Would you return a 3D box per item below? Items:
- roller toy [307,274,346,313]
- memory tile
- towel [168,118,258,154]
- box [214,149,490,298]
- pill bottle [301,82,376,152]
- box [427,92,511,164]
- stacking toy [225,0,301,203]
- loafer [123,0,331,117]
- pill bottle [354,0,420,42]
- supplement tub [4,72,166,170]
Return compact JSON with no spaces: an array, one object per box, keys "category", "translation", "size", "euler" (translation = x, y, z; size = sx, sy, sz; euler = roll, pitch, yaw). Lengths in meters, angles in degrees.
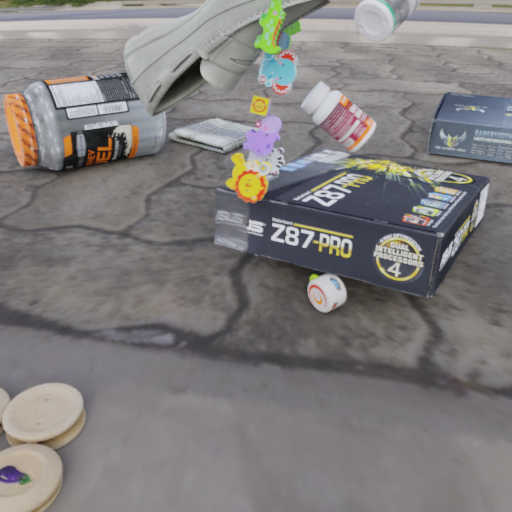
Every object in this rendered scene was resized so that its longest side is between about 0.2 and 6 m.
[{"category":"roller toy","translation":[0.958,0.493,7.489],"size":[0.359,0.514,0.469],"euler":[-23,23,-29]},{"category":"memory tile","translation":[-2.991,2.206,4.736],"size":[2.421,0.265,3.159],"euler":[2,29,3]},{"category":"towel","translation":[-0.966,-3.133,14.216],"size":[1.975,0.341,1.901],"euler":[19,35,32]},{"category":"box","translation":[1.721,-0.767,8.905],"size":[3.208,0.977,3.980],"euler":[13,24,27]},{"category":"pill bottle","translation":[1.166,-1.988,8.000],"size":[1.004,0.550,0.550],"euler":[36,28,-12]},{"category":"box","translation":[6.158,-3.060,13.468],"size":[3.613,0.922,2.849],"euler":[11,32,20]},{"category":"stacking toy","translation":[0.224,-2.023,7.417],"size":[0.559,2.381,1.795],"euler":[14,19,4]},{"category":"loafer","translation":[-0.402,-2.800,7.477],"size":[3.312,1.156,1.158],"euler":[-11,5,38]},{"category":"pill bottle","translation":[1.713,-3.192,7.081],"size":[0.545,0.545,0.964],"euler":[23,60,35]},{"category":"supplement tub","translation":[-3.717,-2.950,12.292],"size":[3.089,1.893,1.893],"euler":[-16,33,-27]}]
